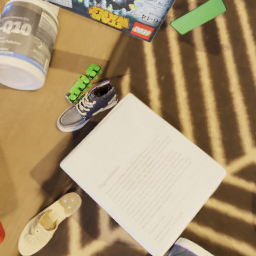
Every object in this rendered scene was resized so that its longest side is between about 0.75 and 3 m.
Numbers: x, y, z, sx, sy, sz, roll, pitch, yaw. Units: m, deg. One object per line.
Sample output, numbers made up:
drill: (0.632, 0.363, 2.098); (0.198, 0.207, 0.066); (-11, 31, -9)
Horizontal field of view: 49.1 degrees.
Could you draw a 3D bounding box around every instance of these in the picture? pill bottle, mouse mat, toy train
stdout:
pill bottle: (-2.564, -2.334, 7.105); (1.388, 1.388, 2.440); (6, 71, 2)
mouse mat: (1.248, -1.965, 4.944); (0.928, 0.747, 0.035); (-22, 81, 27)
toy train: (-1.172, -1.179, 7.319); (0.362, 0.267, 1.282); (30, 73, 20)

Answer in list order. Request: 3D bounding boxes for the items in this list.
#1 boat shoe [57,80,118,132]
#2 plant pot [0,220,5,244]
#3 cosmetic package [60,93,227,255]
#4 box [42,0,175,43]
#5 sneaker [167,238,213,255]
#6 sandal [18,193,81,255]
boat shoe: (-1.017, -0.570, 6.813); (1.694, 0.785, 0.632); (-34, 74, -12)
plant pot: (-4.390, 1.271, 4.821); (2.816, 2.484, 2.818); (-32, 57, -14)
cosmetic package: (0.252, 0.975, 5.670); (2.319, 1.911, 1.913); (41, 75, 12)
box: (-0.589, -2.759, 4.780); (2.999, 2.053, 0.598); (18, 70, -9)
sneaker: (1.468, 3.317, 5.314); (2.114, 0.852, 1.548); (31, 63, 17)
sandal: (-1.757, 2.017, 6.030); (1.702, 0.560, 0.624); (-42, 76, -13)
